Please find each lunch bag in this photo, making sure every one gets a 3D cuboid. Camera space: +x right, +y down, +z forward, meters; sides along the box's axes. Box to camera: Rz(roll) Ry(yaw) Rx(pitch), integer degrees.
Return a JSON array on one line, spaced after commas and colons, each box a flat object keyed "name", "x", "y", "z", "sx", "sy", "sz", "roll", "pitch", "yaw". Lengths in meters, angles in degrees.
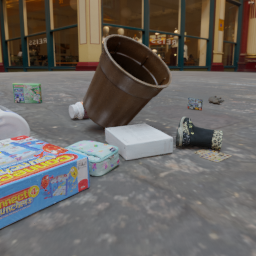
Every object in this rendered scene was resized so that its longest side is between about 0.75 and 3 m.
[{"name": "lunch bag", "x": -0.952, "y": 0.738, "z": 7.144, "sx": 1.365, "sy": 0.526, "sz": 1.095, "roll": 9, "pitch": 17, "yaw": 31}]

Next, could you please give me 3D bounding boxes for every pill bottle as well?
[{"name": "pill bottle", "x": -3.923, "y": 0.005, "z": 8.353, "sx": 1.333, "sy": 1.333, "sz": 2.344, "roll": -11, "pitch": 18, "yaw": -35}, {"name": "pill bottle", "x": -1.916, "y": -0.815, "z": 12.584, "sx": 1.340, "sy": 0.757, "sz": 0.757, "roll": -11, "pitch": 18, "yaw": -35}]

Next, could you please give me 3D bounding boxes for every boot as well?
[{"name": "boot", "x": 2.324, "y": 0.175, "z": 9.078, "sx": 1.389, "sy": 0.664, "sz": 1.840, "roll": 7, "pitch": 22, "yaw": 16}]

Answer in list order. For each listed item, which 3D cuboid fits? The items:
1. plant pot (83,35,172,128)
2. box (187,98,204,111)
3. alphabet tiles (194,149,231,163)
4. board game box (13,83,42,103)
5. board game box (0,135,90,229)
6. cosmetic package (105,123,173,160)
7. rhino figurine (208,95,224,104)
[{"name": "plant pot", "x": -0.241, "y": -1.472, "z": 10.107, "sx": 2.641, "sy": 2.614, "sz": 2.641, "roll": 22, "pitch": 40, "yaw": -20}, {"name": "box", "x": 3.511, "y": -1.250, "z": 14.604, "sx": 0.839, "sy": 0.574, "sz": 0.167, "roll": 13, "pitch": 20, "yaw": 42}, {"name": "alphabet tiles", "x": 2.372, "y": 0.769, "z": 8.005, "sx": 0.739, "sy": 0.033, "sz": 0.884, "roll": -13, "pitch": 19, "yaw": -39}, {"name": "board game box", "x": -5.940, "y": -2.049, "z": 16.544, "sx": 1.682, "sy": 1.132, "sz": 0.245, "roll": 3, "pitch": 14, "yaw": 9}, {"name": "board game box", "x": -2.601, "y": 0.977, "z": 5.806, "sx": 2.551, "sy": 0.728, "sz": 2.605, "roll": 11, "pitch": 19, "yaw": 38}, {"name": "cosmetic package", "x": 0.267, "y": 0.357, "z": 8.624, "sx": 1.463, "sy": 0.501, "sz": 1.940, "roll": -5, "pitch": 15, "yaw": -21}, {"name": "rhino figurine", "x": 5.171, "y": -1.600, "z": 16.333, "sx": 0.539, "sy": 0.368, "sz": 1.232, "roll": -17, "pitch": 21, "yaw": -15}]
